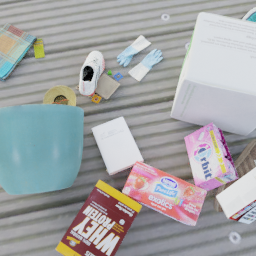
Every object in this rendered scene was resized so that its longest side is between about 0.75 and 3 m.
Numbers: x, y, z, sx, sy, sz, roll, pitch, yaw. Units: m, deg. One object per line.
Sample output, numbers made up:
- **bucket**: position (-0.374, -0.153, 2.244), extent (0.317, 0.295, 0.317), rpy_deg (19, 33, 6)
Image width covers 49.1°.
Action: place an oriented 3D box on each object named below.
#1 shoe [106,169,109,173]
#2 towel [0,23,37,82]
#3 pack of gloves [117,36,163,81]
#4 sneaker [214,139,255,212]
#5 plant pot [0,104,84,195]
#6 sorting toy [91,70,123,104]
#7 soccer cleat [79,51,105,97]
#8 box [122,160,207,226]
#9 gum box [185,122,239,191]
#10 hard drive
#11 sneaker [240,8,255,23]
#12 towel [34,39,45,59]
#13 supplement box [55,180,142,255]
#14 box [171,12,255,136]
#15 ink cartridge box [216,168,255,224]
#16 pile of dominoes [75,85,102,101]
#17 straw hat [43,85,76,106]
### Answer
- **shoe**: position (-0.322, 1.229, 9.413), extent (0.903, 0.241, 0.316), rpy_deg (-27, 72, -9)
- **towel**: position (-4.813, -3.022, 10.935), extent (1.616, 0.239, 2.203), rpy_deg (28, 74, 10)
- **pack of gloves**: position (0.470, -2.790, 10.847), extent (1.370, 0.322, 1.631), rpy_deg (41, 75, 14)
- **sneaker**: position (3.756, 1.558, 8.747), extent (1.066, 0.994, 2.823), rpy_deg (27, 69, 36)
- **plant pot**: position (-2.675, 0.703, 8.357), extent (2.886, 2.886, 2.316), rpy_deg (-5, 85, -2)
- **sorting toy**: position (-0.844, -1.517, 10.400), extent (0.864, 0.209, 1.535), rpy_deg (34, 73, 17)
- **soccer cleat**: position (-1.317, -2.141, 10.180), extent (0.745, 0.925, 2.171), rpy_deg (9, 59, 3)
- **box**: position (1.073, 2.021, 8.629), extent (2.285, 1.173, 1.082), rpy_deg (23, 73, 9)
- **gum box**: position (2.542, 0.844, 8.785), extent (1.100, 0.641, 1.938), rpy_deg (-34, 43, 30)
- **hard drive**: position (-0.383, 0.570, 9.502), extent (1.196, 0.230, 1.813), rpy_deg (-21, 61, -8)
- **sneaker**: position (5.108, -4.141, 11.008), extent (2.708, 1.049, 1.078), rpy_deg (-34, 82, -12)
- **towel**: position (-3.539, -3.159, 11.106), extent (0.382, 0.080, 0.887), rpy_deg (-12, 71, -3)
- **supplement box**: position (-0.710, 2.810, 7.907), extent (1.336, 1.985, 2.013), rpy_deg (29, 73, 10)
- **box**: position (3.148, -1.568, 9.039), extent (2.881, 2.867, 2.468), rpy_deg (13, 70, 5)
- **ink cartridge box**: position (3.097, 1.549, 6.522), extent (1.496, 1.313, 0.627), rpy_deg (-47, 40, 25)
- **pile of dominoes**: position (-1.298, -1.561, 10.467), extent (1.142, 0.182, 0.890), rpy_deg (34, 73, 12)
- **straw hat**: position (-2.385, -0.855, 10.026), extent (1.244, 0.526, 1.244), rpy_deg (0, 72, 1)
